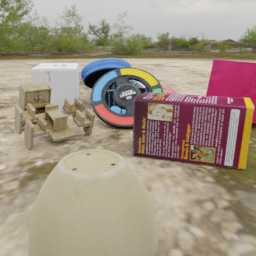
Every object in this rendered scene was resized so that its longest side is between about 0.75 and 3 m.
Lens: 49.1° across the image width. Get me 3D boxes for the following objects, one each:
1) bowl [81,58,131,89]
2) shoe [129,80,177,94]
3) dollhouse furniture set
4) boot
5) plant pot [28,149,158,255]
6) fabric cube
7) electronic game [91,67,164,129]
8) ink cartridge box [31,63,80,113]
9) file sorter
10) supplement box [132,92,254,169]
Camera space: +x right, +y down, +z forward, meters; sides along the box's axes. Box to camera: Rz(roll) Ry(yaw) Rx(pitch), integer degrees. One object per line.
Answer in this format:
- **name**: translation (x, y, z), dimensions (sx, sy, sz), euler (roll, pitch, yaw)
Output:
- **bowl**: translation (-1.055, -2.644, 14.220), dimensions (2.602, 0.511, 2.602), euler (-9, -17, -3)
- **shoe**: translation (1.219, -1.888, 14.672), dimensions (1.275, 1.001, 2.803), euler (-12, 25, -39)
- **dollhouse furniture set**: translation (-2.685, -0.196, 9.307), dimensions (2.109, 1.599, 2.407), euler (-14, 45, -38)
- **boot**: translation (0.230, -1.695, 13.770), dimensions (2.798, 1.010, 2.113), euler (0, 19, 6)
- **plant pot**: translation (-0.529, 1.131, 4.326), dimensions (2.040, 1.370, 2.040), euler (0, 18, 0)
- **fabric cube**: translation (4.431, -1.388, 10.671), dimensions (2.064, 2.057, 2.025), euler (1, 14, -33)
- **electronic game**: translation (-0.031, -1.208, 10.652), dimensions (2.788, 0.580, 2.788), euler (-1, 60, 2)
- **ink cartridge box**: translation (-3.260, -1.939, 13.076), dimensions (1.933, 1.942, 2.647), euler (-2, 18, -8)
- **file sorter**: translation (0.276, -1.246, 11.947), dimensions (2.155, 1.322, 1.495), euler (1, 17, 5)
- **supplement box**: translation (1.677, -0.028, 7.550), dimensions (2.927, 1.615, 1.253), euler (6, 18, 17)
